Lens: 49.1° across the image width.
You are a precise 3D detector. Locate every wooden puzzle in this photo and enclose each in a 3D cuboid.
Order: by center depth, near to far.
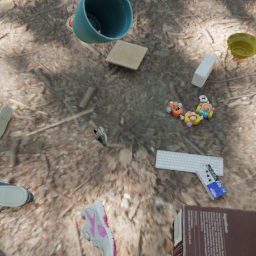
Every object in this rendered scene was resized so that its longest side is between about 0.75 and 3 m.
[{"bbox_3d":[-0.052,-3.485,13.576,1.594,0.398,1.721,20,56,11],"label":"wooden puzzle"}]

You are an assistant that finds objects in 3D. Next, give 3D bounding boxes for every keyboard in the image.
[{"bbox_3d":[2.351,1.338,10.726,2.534,0.135,0.713,7,59,4],"label":"keyboard"}]

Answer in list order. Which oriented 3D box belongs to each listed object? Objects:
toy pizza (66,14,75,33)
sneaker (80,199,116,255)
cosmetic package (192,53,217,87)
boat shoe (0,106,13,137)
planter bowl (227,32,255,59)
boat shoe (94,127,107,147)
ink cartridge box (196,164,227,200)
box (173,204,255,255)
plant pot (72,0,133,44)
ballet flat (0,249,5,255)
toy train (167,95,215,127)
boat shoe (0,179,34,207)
[{"bbox_3d":[-2.456,-5.675,14.966,1.695,0.269,1.695,0,58,0],"label":"toy pizza"},{"bbox_3d":[-0.983,3.439,9.075,0.930,0.858,2.109,-18,52,-10],"label":"sneaker"},{"bbox_3d":[3.498,-2.643,12.824,0.518,0.737,1.454,28,63,16],"label":"cosmetic package"},{"bbox_3d":[-5.388,-0.091,11.490,0.564,0.653,1.799,-7,52,48],"label":"boat shoe"},{"bbox_3d":[5.515,-3.844,13.605,1.612,0.671,1.612,0,58,0],"label":"planter bowl"},{"bbox_3d":[-0.810,0.276,8.087,0.318,0.323,0.868,-6,30,-16],"label":"boat shoe"},{"bbox_3d":[3.024,1.961,10.210,0.559,0.263,1.189,-23,65,-11],"label":"ink cartridge box"},{"bbox_3d":[2.622,3.550,8.285,2.364,1.962,1.941,5,58,3],"label":"box"},{"bbox_3d":[-1.085,-3.878,10.083,1.894,1.780,1.894,1,87,-32],"label":"plant pot"},{"bbox_3d":[-4.410,4.023,9.046,1.002,0.232,0.338,19,52,5],"label":"ballet flat"},{"bbox_3d":[2.715,-0.863,11.846,1.934,0.538,1.452,-19,60,-11],"label":"toy train"},{"bbox_3d":[-4.525,2.249,9.755,2.522,0.780,0.944,1,72,9],"label":"boat shoe"}]
